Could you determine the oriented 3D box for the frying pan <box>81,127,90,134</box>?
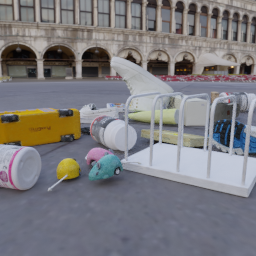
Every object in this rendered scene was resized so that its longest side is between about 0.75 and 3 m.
[{"bbox_3d":[-1.273,0.114,9.548,0.608,0.163,1.004,-9,17,-34],"label":"frying pan"}]

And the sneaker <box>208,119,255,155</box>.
[{"bbox_3d":[3.321,0.324,7.367,2.358,0.884,1.022,12,5,31],"label":"sneaker"}]

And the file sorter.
[{"bbox_3d":[1.424,0.098,6.049,2.649,1.650,1.838,7,13,33],"label":"file sorter"}]

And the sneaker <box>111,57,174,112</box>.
[{"bbox_3d":[0.279,-1.636,11.934,2.985,1.725,1.100,31,-2,-4],"label":"sneaker"}]

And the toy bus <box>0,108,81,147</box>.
[{"bbox_3d":[-2.938,-0.020,8.258,2.974,0.968,1.164,-8,14,-33],"label":"toy bus"}]

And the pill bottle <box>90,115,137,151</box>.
[{"bbox_3d":[-0.414,0.142,7.786,0.834,0.834,1.440,-7,14,-30],"label":"pill bottle"}]

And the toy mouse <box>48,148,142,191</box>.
[{"bbox_3d":[-0.587,0.688,5.821,1.713,0.373,1.928,-7,9,1],"label":"toy mouse"}]

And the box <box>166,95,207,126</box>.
[{"bbox_3d":[2.389,-0.798,11.796,0.865,1.040,2.531,-2,11,-10],"label":"box"}]

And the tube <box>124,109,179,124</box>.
[{"bbox_3d":[0.960,-0.470,11.298,2.342,0.680,0.608,1,45,37],"label":"tube"}]

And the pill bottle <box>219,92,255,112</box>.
[{"bbox_3d":[5.595,-1.329,14.346,1.720,0.997,0.997,-2,12,-9],"label":"pill bottle"}]

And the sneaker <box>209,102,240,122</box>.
[{"bbox_3d":[3.636,-0.647,11.832,2.338,0.874,1.242,-5,6,-43],"label":"sneaker"}]

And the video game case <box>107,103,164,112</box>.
[{"bbox_3d":[0.315,-1.118,15.151,2.839,0.256,2.033,-1,12,-6],"label":"video game case"}]

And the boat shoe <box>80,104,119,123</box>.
[{"bbox_3d":[-1.495,-0.624,11.523,2.368,0.774,0.871,3,12,12],"label":"boat shoe"}]

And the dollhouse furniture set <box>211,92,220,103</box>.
[{"bbox_3d":[3.429,-1.328,14.280,2.116,0.937,1.097,-3,12,1],"label":"dollhouse furniture set"}]

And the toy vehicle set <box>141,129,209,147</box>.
[{"bbox_3d":[1.355,0.271,8.118,1.072,0.229,1.726,1,6,-45],"label":"toy vehicle set"}]

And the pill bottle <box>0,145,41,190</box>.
[{"bbox_3d":[-2.424,0.700,5.255,1.373,0.778,0.778,3,12,17],"label":"pill bottle"}]
